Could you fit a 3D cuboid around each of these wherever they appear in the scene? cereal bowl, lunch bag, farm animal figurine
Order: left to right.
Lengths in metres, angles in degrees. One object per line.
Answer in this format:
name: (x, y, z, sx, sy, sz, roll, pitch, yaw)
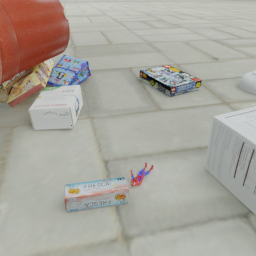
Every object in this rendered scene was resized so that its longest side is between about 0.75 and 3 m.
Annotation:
farm animal figurine: (-4.785, -0.739, 8.834, 1.750, 1.090, 2.168, -1, 30, 19)
lunch bag: (-2.610, -2.201, 11.868, 1.293, 0.808, 1.718, 20, 54, 21)
cereal bowl: (5.427, -1.911, 11.338, 1.650, 0.687, 1.650, 1, 30, 0)

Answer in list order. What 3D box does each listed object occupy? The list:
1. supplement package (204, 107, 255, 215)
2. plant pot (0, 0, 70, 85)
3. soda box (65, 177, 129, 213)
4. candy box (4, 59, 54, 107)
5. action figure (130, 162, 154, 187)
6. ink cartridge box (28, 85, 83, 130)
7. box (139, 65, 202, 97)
supplement package: (3.114, 0.849, 5.799, 1.559, 1.501, 2.741, -12, 33, -20)
plant pot: (-3.513, -2.957, 8.584, 2.893, 2.893, 2.814, 21, 39, 32)
soda box: (-0.662, 1.403, 5.938, 1.321, 0.420, 0.452, -5, 30, -10)
candy box: (-3.703, -1.916, 10.509, 1.460, 0.699, 2.529, -29, 30, 11)
action figure: (0.308, 1.030, 6.608, 0.281, 0.426, 0.862, 16, 37, 26)
ink cartridge box: (-2.276, -0.699, 9.116, 1.294, 0.779, 1.781, -4, 29, 3)
box: (1.728, -2.042, 11.773, 1.562, 0.455, 2.282, -17, 34, -26)
